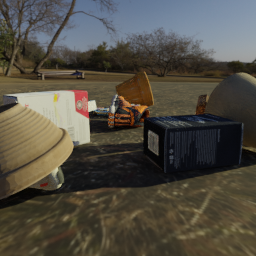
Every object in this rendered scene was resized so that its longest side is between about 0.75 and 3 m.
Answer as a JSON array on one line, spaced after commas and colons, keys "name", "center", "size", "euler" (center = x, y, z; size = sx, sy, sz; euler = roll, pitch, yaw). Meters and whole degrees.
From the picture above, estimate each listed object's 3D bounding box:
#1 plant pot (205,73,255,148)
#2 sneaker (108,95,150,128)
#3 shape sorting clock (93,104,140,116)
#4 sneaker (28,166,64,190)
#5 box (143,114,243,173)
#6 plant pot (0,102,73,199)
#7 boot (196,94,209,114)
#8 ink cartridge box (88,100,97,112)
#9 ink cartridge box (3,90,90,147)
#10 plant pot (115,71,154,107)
[{"name": "plant pot", "center": [3.540, -0.254, 7.558], "size": [1.982, 1.982, 2.117], "euler": [-5, 27, -24]}, {"name": "sneaker", "center": [0.071, -0.605, 11.452], "size": [1.578, 1.092, 2.816], "euler": [4, 22, 0]}, {"name": "shape sorting clock", "center": [-0.505, -0.976, 14.099], "size": [2.473, 0.485, 2.473], "euler": [0, 11, 0]}, {"name": "sneaker", "center": [-2.187, 0.886, 5.033], "size": [2.191, 0.771, 1.024], "euler": [8, 31, 28]}, {"name": "box", "center": [1.497, 0.287, 6.743], "size": [1.949, 1.017, 1.442], "euler": [-3, 12, -15]}, {"name": "plant pot", "center": [-2.324, 0.273, 5.007], "size": [2.430, 1.121, 2.430], "euler": [-16, 19, 6]}, {"name": "boot", "center": [2.786, -0.500, 8.656], "size": [0.565, 1.187, 1.534], "euler": [20, -19, -35]}, {"name": "ink cartridge box", "center": [-2.344, -0.970, 13.635], "size": [1.407, 0.473, 0.817], "euler": [-7, 10, 31]}, {"name": "ink cartridge box", "center": [-2.176, -0.207, 7.745], "size": [2.145, 1.583, 0.919], "euler": [-10, 16, -43]}, {"name": "plant pot", "center": [0.303, -2.037, 16.169], "size": [1.852, 2.022, 2.022], "euler": [-16, 12, 0]}]
